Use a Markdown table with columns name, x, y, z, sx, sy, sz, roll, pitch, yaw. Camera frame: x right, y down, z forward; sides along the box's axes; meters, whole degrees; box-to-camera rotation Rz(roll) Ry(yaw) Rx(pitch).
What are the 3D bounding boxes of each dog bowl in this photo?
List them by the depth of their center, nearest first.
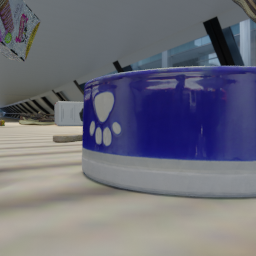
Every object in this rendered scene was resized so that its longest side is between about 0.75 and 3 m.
| name | x | y | z | sx | sy | sz | roll | pitch | yaw |
| --- | --- | --- | --- | --- | --- | --- | --- | --- | --- |
| dog bowl | 0.269 | -0.001 | 1.206 | 0.925 | 0.364 | 0.925 | 0 | 2 | 0 |

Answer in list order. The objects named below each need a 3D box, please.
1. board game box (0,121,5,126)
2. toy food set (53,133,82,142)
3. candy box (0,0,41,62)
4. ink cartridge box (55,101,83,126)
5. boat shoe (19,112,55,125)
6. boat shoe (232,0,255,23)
| name | x | y | z | sx | sy | sz | roll | pitch | yaw |
| --- | --- | --- | --- | --- | --- | --- | --- | --- | --- |
| board game box | -5.267 | -0.144 | 9.681 | 0.922 | 0.289 | 1.930 | -1 | 4 | 12 |
| toy food set | 0.357 | -0.070 | 2.906 | 2.049 | 0.411 | 1.414 | 1 | 2 | 22 |
| candy box | -4.184 | -3.647 | 9.371 | 0.803 | 1.796 | 2.634 | 13 | -10 | 16 |
| ink cartridge box | -1.843 | -0.580 | 11.903 | 2.366 | 0.980 | 1.724 | -1 | 2 | -20 |
| boat shoe | -4.145 | -0.442 | 13.210 | 1.982 | 0.642 | 0.725 | 0 | 1 | -3 |
| boat shoe | 3.767 | -3.644 | 8.072 | 0.878 | 2.395 | 0.892 | -47 | -12 | 33 |
